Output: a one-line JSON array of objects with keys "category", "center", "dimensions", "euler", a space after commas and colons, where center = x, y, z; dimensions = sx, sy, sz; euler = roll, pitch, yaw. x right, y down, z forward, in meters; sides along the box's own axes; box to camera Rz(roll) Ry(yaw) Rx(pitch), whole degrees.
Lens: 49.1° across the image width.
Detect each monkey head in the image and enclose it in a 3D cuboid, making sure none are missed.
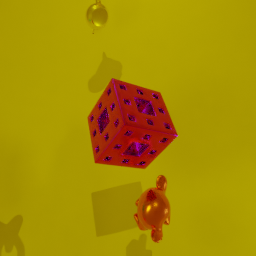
[{"category": "monkey head", "center": [0.585, 1.593, 5.391], "dimensions": [0.903, 0.757, 1.256], "euler": [22, 57, -20]}]

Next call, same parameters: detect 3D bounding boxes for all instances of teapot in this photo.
[{"category": "teapot", "center": [-0.830, -2.947, 7.279], "dimensions": [0.660, 1.062, 0.520], "euler": [-8, 31, -31]}]

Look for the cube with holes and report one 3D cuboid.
[{"category": "cube with holes", "center": [0.025, -0.038, 5.282], "dimensions": [1.111, 1.111, 1.111], "euler": [11, 45, -30]}]
